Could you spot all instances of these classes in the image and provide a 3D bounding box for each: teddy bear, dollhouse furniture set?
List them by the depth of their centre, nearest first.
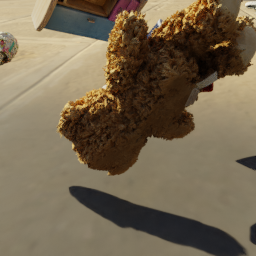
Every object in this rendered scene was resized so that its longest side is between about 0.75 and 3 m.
[{"bbox_3d":[0.382,-0.584,3.459,1.957,2.699,0.901,11,36,-43],"label":"teddy bear"},{"bbox_3d":[-0.051,-1.438,4.380,1.751,2.534,2.684,-3,60,-40],"label":"dollhouse furniture set"}]

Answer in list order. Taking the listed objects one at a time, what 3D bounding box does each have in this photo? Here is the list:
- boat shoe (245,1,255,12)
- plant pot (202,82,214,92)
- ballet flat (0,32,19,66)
[{"bbox_3d":[3.529,-3.169,7.442,0.348,0.322,0.944,-10,26,-37],"label":"boat shoe"},{"bbox_3d":[1.281,-1.786,6.585,1.459,1.457,1.285,1,44,26],"label":"plant pot"},{"bbox_3d":[-3.069,-1.361,5.790,1.902,0.719,0.608,-23,52,24],"label":"ballet flat"}]
